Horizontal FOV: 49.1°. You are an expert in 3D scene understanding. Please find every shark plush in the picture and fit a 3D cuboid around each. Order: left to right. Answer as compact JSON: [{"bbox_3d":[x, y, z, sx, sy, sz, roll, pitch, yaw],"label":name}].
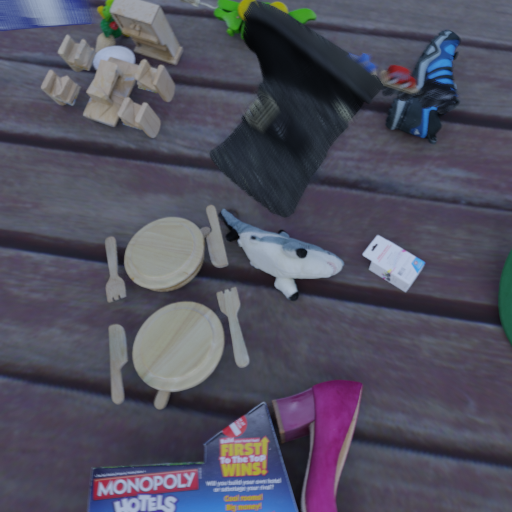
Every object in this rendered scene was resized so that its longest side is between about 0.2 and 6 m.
[{"bbox_3d":[0.292,-0.108,9.728,2.357,1.071,0.982,20,39,34],"label":"shark plush"}]

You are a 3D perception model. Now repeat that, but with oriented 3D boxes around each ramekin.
[{"bbox_3d":[-2.995,-4.024,11.926,0.868,0.404,0.868,0,60,-1],"label":"ramekin"}]

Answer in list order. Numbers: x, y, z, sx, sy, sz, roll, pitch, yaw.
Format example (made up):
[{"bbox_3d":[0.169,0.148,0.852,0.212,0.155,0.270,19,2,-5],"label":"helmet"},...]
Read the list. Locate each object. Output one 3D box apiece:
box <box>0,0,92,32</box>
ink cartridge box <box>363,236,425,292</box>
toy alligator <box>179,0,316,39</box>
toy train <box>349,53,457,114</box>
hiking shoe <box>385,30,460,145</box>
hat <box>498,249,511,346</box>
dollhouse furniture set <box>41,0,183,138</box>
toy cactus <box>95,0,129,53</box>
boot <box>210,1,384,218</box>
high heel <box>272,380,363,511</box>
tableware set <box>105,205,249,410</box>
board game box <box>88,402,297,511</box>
[{"bbox_3d":[-3.004,-3.427,7.325,1.471,0.891,0.238,-6,53,-3],"label":"box"},{"bbox_3d":[2.318,0.124,9.584,0.931,0.316,0.536,34,66,18],"label":"ink cartridge box"},{"bbox_3d":[-0.254,-5.159,12.382,3.100,0.919,0.841,9,101,5],"label":"toy alligator"},{"bbox_3d":[2.378,-2.953,9.481,2.191,0.502,0.374,15,45,-8],"label":"toy train"},{"bbox_3d":[3.617,-3.393,11.346,1.140,0.978,2.630,29,74,9],"label":"hiking shoe"},{"bbox_3d":[5.762,0.434,9.027,2.772,3.149,2.608,-2,14,-44],"label":"hat"},{"bbox_3d":[-2.638,-3.743,11.484,2.214,1.568,2.410,21,83,12],"label":"dollhouse furniture set"},{"bbox_3d":[-3.053,-4.870,12.078,0.858,1.384,1.677,21,14,-18],"label":"toy cactus"},{"bbox_3d":[0.151,-2.050,7.555,2.141,1.078,2.864,-53,43,17],"label":"boot"},{"bbox_3d":[1.214,3.068,7.508,1.397,0.980,2.905,-13,61,-5],"label":"high heel"},{"bbox_3d":[-1.296,0.749,9.076,2.108,0.639,3.188,-17,55,4],"label":"tableware set"},{"bbox_3d":[-0.585,3.537,7.260,3.031,0.935,3.029,-2,59,-1],"label":"board game box"}]
